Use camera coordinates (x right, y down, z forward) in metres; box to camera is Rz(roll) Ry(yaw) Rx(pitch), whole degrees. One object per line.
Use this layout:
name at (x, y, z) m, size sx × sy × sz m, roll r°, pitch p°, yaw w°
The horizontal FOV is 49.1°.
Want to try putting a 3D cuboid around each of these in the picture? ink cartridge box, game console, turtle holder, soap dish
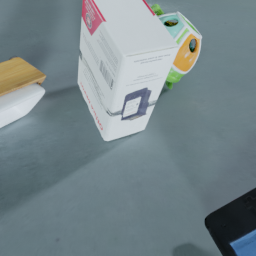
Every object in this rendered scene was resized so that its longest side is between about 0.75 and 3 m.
ink cartridge box at (-0.243, -1.414, 6.750) m, size 1.262 × 2.992 × 2.166 m, roll -16°, pitch 62°, yaw -22°
game console at (2.497, 1.772, 4.105) m, size 2.013 × 0.353 × 2.276 m, roll -28°, pitch 38°, yaw 1°
turtle holder at (1.316, -2.823, 9.340) m, size 2.035 × 1.902 × 2.678 m, roll 33°, pitch 31°, yaw -22°
soap dish at (-3.579, -0.547, 6.745) m, size 2.785 × 1.131 × 2.191 m, roll -33°, pitch 4°, yaw -37°
